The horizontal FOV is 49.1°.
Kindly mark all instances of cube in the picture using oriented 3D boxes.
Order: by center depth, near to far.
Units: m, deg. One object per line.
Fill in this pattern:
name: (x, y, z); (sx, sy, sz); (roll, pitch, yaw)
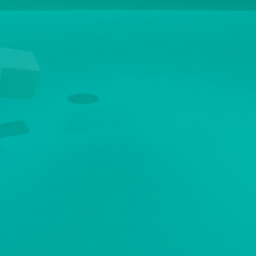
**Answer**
cube: (-2.529, -1.216, 6.285); (0.803, 0.803, 0.803); (-1, 45, -36)
